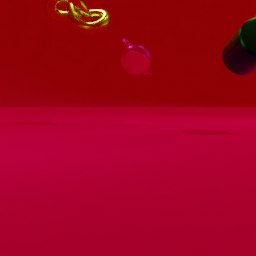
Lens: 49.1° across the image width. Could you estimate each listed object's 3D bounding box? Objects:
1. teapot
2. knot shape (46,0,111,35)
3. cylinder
[{"bbox_3d":[0.361,-2.661,10.823,1.173,1.887,0.924,-26,29,27],"label":"teapot"},{"bbox_3d":[-1.725,-3.820,9.253,1.958,0.967,2.092,16,16,-35],"label":"knot shape"},{"bbox_3d":[2.757,-1.803,6.315,0.949,0.949,0.949,0,-12,-5],"label":"cylinder"}]
